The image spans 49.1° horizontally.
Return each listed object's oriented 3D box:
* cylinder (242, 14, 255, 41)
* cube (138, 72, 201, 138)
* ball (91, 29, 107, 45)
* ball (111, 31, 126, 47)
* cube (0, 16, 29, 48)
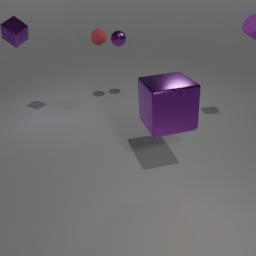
[{"bbox_3d":[4.462,-3.477,9.701,0.700,0.700,0.700,14,19,-35],"label":"cylinder"},{"bbox_3d":[1.163,-0.733,8.293,1.400,1.400,1.400,-10,29,-11],"label":"cube"},{"bbox_3d":[-1.276,-3.991,12.294,0.700,0.700,0.700,0,30,0],"label":"ball"},{"bbox_3d":[-0.438,-4.063,12.739,0.700,0.700,0.700,0,30,0],"label":"ball"},{"bbox_3d":[-4.254,-3.612,10.536,0.700,0.700,0.700,36,58,1],"label":"cube"}]
